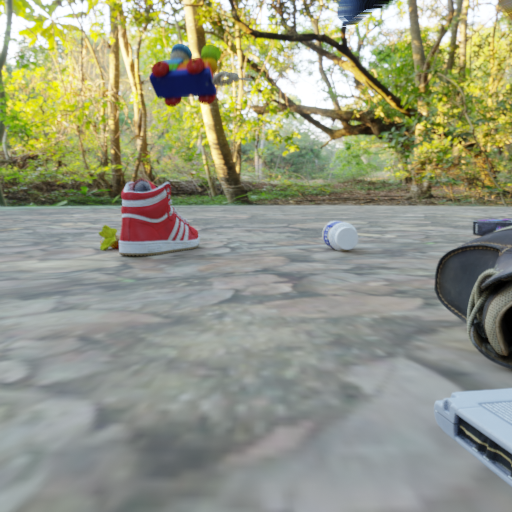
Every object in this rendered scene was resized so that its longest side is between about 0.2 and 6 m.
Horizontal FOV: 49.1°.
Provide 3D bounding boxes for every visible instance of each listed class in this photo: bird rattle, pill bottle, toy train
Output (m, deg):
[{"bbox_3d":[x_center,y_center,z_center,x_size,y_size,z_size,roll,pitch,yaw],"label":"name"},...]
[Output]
[{"bbox_3d":[-2.359,-0.283,9.661,0.768,0.433,0.626,-1,-11,-36],"label":"bird rattle"},{"bbox_3d":[1.430,-0.327,9.426,0.488,0.488,0.816,-1,6,-6],"label":"pill bottle"},{"bbox_3d":[-0.741,-2.908,8.689,1.659,0.960,0.702,1,-38,18],"label":"toy train"}]

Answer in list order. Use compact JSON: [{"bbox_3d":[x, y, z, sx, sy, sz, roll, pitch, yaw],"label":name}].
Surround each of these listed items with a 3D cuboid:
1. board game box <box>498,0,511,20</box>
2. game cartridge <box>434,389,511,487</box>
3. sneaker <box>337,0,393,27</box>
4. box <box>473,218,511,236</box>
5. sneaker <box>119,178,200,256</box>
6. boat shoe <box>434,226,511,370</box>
[{"bbox_3d":[3.292,-2.994,6.604,1.289,0.616,0.193,22,17,-40],"label":"board game box"},{"bbox_3d":[1.077,0.666,1.933,0.567,0.172,0.850,-5,7,-10],"label":"game cartridge"},{"bbox_3d":[1.832,-3.730,7.529,0.624,0.693,1.778,-19,-21,-47],"label":"sneaker"},{"bbox_3d":[6.283,-0.662,13.007,2.174,0.392,1.554,-4,6,-40],"label":"box"},{"bbox_3d":[-1.539,-0.673,9.310,0.757,1.195,2.124,2,7,19],"label":"sneaker"},{"bbox_3d":[1.566,0.228,3.071,0.778,0.791,2.123,-2,5,-16],"label":"boat shoe"}]
